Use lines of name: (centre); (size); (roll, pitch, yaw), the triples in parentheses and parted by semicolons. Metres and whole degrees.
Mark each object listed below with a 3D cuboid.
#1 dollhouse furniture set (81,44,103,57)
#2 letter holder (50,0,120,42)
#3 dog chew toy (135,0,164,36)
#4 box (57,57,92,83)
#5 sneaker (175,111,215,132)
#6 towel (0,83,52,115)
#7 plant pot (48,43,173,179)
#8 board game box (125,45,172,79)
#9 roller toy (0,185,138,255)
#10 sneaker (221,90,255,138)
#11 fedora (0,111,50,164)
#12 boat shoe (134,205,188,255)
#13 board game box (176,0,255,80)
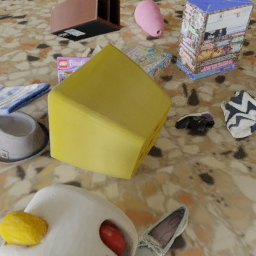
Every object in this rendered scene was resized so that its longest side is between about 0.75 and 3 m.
dollhouse furniture set: (-0.912, -2.646, 11.510); (1.502, 0.980, 1.418); (22, 25, -40)
letter holder: (-1.578, -4.369, 10.237); (2.467, 1.753, 1.240); (2, 1, 38)
dog chew toy: (1.225, -5.662, 14.701); (1.408, 1.408, 2.261); (-12, 54, -12)
box: (-1.433, -1.857, 10.612); (2.355, 1.612, 0.460); (2, 17, 1)
sneaker: (2.348, -0.152, 9.688); (1.417, 0.536, 0.620); (-15, 52, -15)
towel: (-4.297, -1.025, 9.833); (2.824, 0.336, 2.074); (2, 31, 33)
plant pot: (-0.388, -0.203, 8.324); (2.535, 2.874, 2.874); (30, 51, 11)
board game box: (0.608, -2.811, 12.129); (1.736, 0.442, 2.583); (23, 41, 20)
roller toy: (-1.164, 2.512, 5.553); (2.445, 2.680, 1.873); (22, 48, 5)
sneaker: (4.538, -0.748, 9.855); (2.667, 1.064, 1.735); (-16, 55, -2)
fedora: (-3.660, 0.122, 9.044); (2.229, 1.006, 1.971); (25, 50, 22)
boat shoe: (0.780, 2.625, 6.792); (1.952, 0.626, 0.719); (-33, 53, -29)
board game box: (3.489, -3.791, 11.630); (2.304, 2.889, 1.399); (-18, 47, -17)
